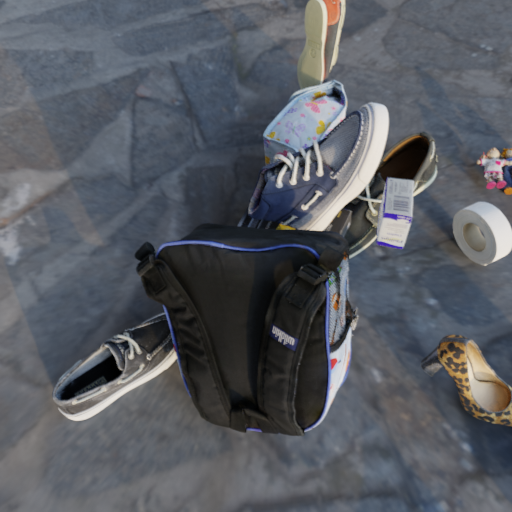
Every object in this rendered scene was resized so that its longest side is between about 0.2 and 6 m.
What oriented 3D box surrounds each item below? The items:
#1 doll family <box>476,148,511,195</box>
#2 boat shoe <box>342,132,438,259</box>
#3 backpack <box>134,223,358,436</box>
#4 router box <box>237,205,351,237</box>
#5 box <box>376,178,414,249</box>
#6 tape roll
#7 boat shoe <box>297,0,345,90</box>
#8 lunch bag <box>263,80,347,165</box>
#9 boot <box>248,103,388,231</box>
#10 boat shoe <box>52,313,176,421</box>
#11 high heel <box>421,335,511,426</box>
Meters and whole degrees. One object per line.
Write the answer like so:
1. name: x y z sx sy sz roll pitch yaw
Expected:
1. doll family: 5.582 -1.835 11.793 1.763 0.794 1.094 -2 62 20
2. boat shoe: 2.226 -1.134 10.786 3.178 1.075 1.141 -43 70 -7
3. backpack: 0.080 1.051 8.407 3.149 2.999 2.425 5 15 29
4. router box: 0.461 -0.101 10.253 1.798 0.597 2.287 25 77 15
5. box: 2.170 -0.662 8.773 0.433 0.825 0.759 8 54 8
6. tape roll: 4.232 -0.416 10.503 0.401 1.147 1.147 -24 60 -16
7. boat shoe: 1.325 -4.132 11.241 0.676 2.162 0.769 -29 53 -27
8. lunch bag: 1.078 -2.301 11.381 1.319 1.760 2.075 29 64 21
9. boot: 0.841 -1.286 8.618 1.290 2.855 1.038 8 57 -16
10. boat shoe: -2.208 1.680 9.278 2.513 0.852 0.901 -33 63 -20
11. high heel: 3.599 1.962 8.558 1.997 1.424 0.713 31 65 11
